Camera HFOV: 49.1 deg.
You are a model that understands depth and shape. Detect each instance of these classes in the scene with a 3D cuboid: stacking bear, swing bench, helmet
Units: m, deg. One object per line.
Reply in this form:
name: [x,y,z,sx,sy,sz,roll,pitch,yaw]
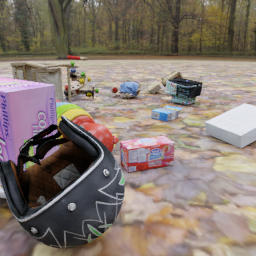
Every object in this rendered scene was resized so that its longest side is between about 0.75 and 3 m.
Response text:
stacking bear: [-1.445,0.156,7.449,2.608,1.483,1.584,21,27,38]
swing bench: [-3.521,-1.576,11.518,2.211,2.200,1.435,13,21,33]
helmet: [-0.893,0.890,4.229,1.822,1.822,1.737,-18,56,-44]

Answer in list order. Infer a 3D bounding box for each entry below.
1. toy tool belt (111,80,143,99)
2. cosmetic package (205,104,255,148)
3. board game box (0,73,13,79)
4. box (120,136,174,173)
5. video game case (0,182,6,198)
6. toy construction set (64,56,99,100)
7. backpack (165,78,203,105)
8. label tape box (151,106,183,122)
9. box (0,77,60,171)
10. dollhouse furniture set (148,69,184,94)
toy tool belt: [-0.078,-2.104,15.268,1.664,1.039,1.022,-2,9,-5]
cosmetic package: [3.709,-0.132,9.020,1.908,0.493,1.439,-23,25,-22]
board game box: [-5.936,-2.195,15.045,2.109,1.281,2.645,11,21,32]
box: [0.476,0.630,7.009,1.264,0.630,0.604,-7,18,-19]
video game case: [-2.585,1.162,5.469,1.147,0.100,0.820,13,-12,36]
toy construction set: [-2.408,-2.625,15.143,1.803,2.347,1.957,5,26,0]
backpack: [2.728,-1.903,14.091,1.675,1.261,1.487,22,25,27]
label tape box: [1.613,-0.593,11.441,0.809,0.355,1.122,15,23,40]
box: [-2.848,-0.013,6.555,2.405,2.116,1.163,13,21,34]
dollhouse furniture set: [2.523,-2.295,16.990,1.971,1.606,1.875,-34,15,8]
